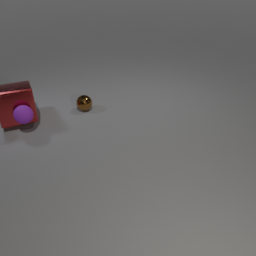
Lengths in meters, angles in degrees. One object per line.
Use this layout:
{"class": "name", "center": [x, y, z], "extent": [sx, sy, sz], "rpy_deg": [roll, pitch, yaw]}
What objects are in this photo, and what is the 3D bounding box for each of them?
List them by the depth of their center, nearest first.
{"class": "ball", "center": [-3.917, -0.503, 10.485], "extent": [0.700, 0.700, 0.700], "rpy_deg": [0, 33, 0]}
{"class": "cube", "center": [-4.508, -0.985, 11.273], "extent": [1.400, 1.400, 1.400], "rpy_deg": [-13, 26, -18]}
{"class": "ball", "center": [-1.917, -1.099, 12.278], "extent": [0.700, 0.700, 0.700], "rpy_deg": [0, 33, 0]}
